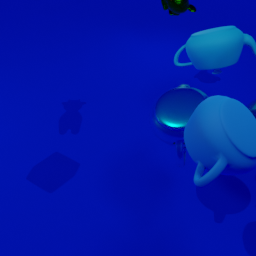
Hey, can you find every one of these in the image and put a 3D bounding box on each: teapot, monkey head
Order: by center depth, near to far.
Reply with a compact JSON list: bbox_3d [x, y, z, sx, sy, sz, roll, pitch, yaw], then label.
[{"bbox_3d":[1.191,0.106,3.666,1.040,0.819,1.672,42,48,-10],"label":"teapot"},{"bbox_3d":[1.005,-0.187,5.121,1.165,0.917,1.873,-1,58,18],"label":"teapot"},{"bbox_3d":[1.988,-1.688,6.180,1.985,0.972,1.234,-5,22,20],"label":"teapot"},{"bbox_3d":[1.456,-3.799,8.242,1.215,0.732,0.874,30,68,-25],"label":"monkey head"}]

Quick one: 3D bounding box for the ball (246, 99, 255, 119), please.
[{"bbox_3d":[2.826,-0.024,5.507,1.254,1.254,1.254,0,45,0],"label":"ball"}]
